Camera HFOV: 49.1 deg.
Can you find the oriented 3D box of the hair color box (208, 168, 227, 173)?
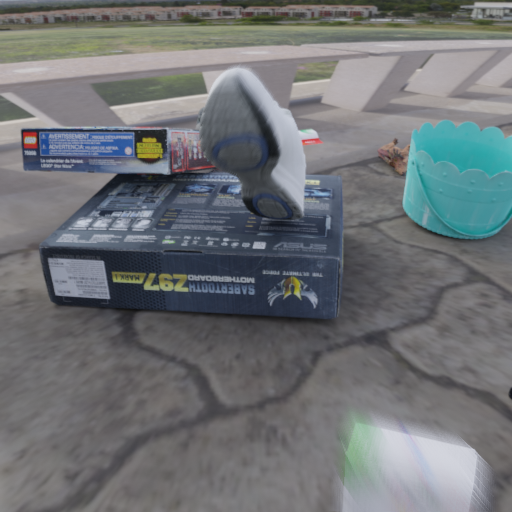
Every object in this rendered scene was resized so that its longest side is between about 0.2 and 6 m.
[{"bbox_3d":[-0.495,-1.443,11.438,0.924,0.559,1.847,12,30,23],"label":"hair color box"}]

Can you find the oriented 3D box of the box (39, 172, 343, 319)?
[{"bbox_3d":[-0.706,-0.359,8.816,4.119,1.051,3.248,3,28,7],"label":"box"}]

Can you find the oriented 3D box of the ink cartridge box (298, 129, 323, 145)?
[{"bbox_3d":[1.387,-3.250,15.339,0.661,0.206,0.822,-10,27,-17],"label":"ink cartridge box"}]

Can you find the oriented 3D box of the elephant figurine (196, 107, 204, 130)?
[{"bbox_3d":[-0.440,-2.805,13.551,2.066,1.603,1.462,7,-18,-7],"label":"elephant figurine"}]

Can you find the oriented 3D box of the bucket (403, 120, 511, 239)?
[{"bbox_3d":[3.720,-1.377,10.091,2.176,1.416,2.176,2,37,-2],"label":"bucket"}]

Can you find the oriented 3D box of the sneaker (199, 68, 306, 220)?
[{"bbox_3d":[0.049,-1.434,6.938,0.976,2.621,1.141,6,69,17],"label":"sneaker"}]

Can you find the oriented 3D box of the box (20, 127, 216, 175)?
[{"bbox_3d":[-1.973,-1.921,10.094,2.519,0.734,3.679,4,12,14],"label":"box"}]

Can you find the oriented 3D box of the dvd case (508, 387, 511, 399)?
[{"bbox_3d":[3.918,1.577,6.066,1.875,0.164,1.337,-14,31,-24],"label":"dvd case"}]

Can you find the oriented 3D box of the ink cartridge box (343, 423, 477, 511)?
[{"bbox_3d":[1.271,1.912,4.698,1.001,0.725,0.420,8,27,20],"label":"ink cartridge box"}]

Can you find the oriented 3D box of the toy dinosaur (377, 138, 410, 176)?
[{"bbox_3d":[3.233,-2.395,13.308,0.960,0.608,1.416,-23,29,-25],"label":"toy dinosaur"}]
